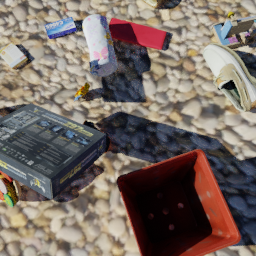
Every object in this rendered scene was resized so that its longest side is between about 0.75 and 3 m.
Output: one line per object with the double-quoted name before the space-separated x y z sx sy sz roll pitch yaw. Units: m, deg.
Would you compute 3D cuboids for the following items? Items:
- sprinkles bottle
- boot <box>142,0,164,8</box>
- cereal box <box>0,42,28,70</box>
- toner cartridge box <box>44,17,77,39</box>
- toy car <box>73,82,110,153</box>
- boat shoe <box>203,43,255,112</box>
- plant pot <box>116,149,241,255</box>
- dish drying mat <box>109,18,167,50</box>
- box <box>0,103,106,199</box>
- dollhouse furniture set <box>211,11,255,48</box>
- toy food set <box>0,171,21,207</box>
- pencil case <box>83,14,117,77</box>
"sprinkles bottle" -3.860 0.408 8.655 0.992 0.992 2.908 -42 76 -12
"boot" 1.086 -6.276 10.957 2.298 0.868 2.624 40 77 12
"cereal box" -4.149 -2.597 10.084 0.645 0.177 0.896 -40 76 -12
"toner cartridge box" -2.514 -3.729 10.429 1.081 0.233 0.514 -20 73 -6
"toy car" -1.236 -0.232 9.229 0.797 1.175 2.395 -33 47 34
"boat shoe" 3.373 -1.716 9.360 0.915 1.000 2.676 -35 76 -17
"plant pot" 1.151 2.188 7.520 2.315 2.040 2.313 -18 73 -5
"dish drying mat" 0.302 -3.483 10.380 2.141 0.195 0.822 16 73 4
"box" -2.176 0.399 6.945 2.629 0.671 2.073 22 37 21
"dollhouse furniture set" 3.824 -3.670 9.710 1.483 1.571 1.025 -15 73 -5
"toy food set" -3.644 1.491 8.043 0.399 1.625 1.642 -30 109 -44
"pencil case" -1.004 -2.873 9.809 0.978 0.896 2.155 -21 70 31
